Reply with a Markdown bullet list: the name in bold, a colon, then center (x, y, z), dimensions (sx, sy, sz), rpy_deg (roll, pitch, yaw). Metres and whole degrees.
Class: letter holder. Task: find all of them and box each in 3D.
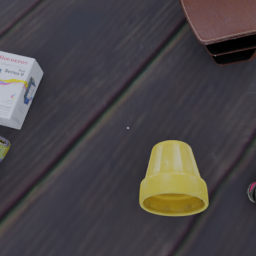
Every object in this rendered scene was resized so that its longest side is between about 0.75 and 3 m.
- **letter holder**: center (2.272, -3.201, 7.623), dimensions (1.979, 1.400, 2.785), rpy_deg (-12, 71, -2)

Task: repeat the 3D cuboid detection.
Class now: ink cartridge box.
- **ink cartridge box**: center (-3.133, -1.003, 7.190), dimensions (1.261, 0.759, 1.735), rpy_deg (14, 70, 6)

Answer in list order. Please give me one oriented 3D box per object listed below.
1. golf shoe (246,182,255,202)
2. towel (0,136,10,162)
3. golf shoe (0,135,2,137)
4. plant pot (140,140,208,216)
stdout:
- **golf shoe**: center (3.947, 0.733, 6.351), dimensions (1.114, 1.271, 2.886), rpy_deg (36, 73, 12)
- **towel**: center (-1.909, 0.233, 3.465), dimensions (0.753, 1.049, 0.119), rpy_deg (22, 57, -22)
- **golf shoe**: center (-3.756, 1.229, 6.481), dimensions (1.124, 0.985, 2.552), rpy_deg (46, 73, -13)
- **plant pot**: center (0.982, 1.080, 6.226), dimensions (1.434, 1.434, 1.349), rpy_deg (2, 55, 1)
